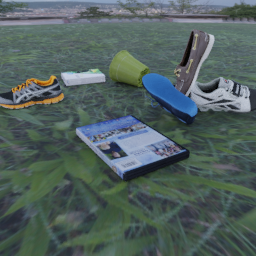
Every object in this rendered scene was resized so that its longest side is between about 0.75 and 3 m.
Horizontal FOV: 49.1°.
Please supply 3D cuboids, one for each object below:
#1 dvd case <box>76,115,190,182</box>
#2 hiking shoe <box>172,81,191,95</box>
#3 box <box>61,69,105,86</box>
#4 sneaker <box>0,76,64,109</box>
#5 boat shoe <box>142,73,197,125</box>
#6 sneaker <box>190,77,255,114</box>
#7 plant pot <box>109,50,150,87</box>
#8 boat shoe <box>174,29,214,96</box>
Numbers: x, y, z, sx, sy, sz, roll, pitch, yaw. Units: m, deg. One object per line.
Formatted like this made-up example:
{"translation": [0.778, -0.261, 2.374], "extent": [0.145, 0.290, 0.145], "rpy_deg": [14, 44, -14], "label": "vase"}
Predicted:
{"translation": [0.027, 0.379, 7.624], "extent": [1.967, 0.242, 2.757], "rpy_deg": [-14, 29, -29], "label": "dvd case"}
{"translation": [2.314, -1.496, 11.264], "extent": [1.502, 0.569, 0.756], "rpy_deg": [12, 37, 41], "label": "hiking shoe"}
{"translation": [-2.133, -2.419, 13.270], "extent": [1.844, 0.335, 1.331], "rpy_deg": [-9, 28, -20], "label": "box"}
{"translation": [-3.672, -1.350, 10.391], "extent": [2.445, 0.944, 0.957], "rpy_deg": [-13, 31, -21], "label": "sneaker"}
{"translation": [1.233, -0.910, 9.247], "extent": [1.013, 0.827, 2.408], "rpy_deg": [-27, 52, -12], "label": "boat shoe"}
{"translation": [3.345, -1.141, 9.239], "extent": [2.530, 1.120, 0.937], "rpy_deg": [-1, 48, 11], "label": "sneaker"}
{"translation": [0.177, -2.505, 12.499], "extent": [1.417, 1.493, 1.493], "rpy_deg": [31, 38, 26], "label": "plant pot"}
{"translation": [2.121, -2.150, 10.026], "extent": [0.789, 2.650, 0.952], "rpy_deg": [19, 20, -13], "label": "boat shoe"}
